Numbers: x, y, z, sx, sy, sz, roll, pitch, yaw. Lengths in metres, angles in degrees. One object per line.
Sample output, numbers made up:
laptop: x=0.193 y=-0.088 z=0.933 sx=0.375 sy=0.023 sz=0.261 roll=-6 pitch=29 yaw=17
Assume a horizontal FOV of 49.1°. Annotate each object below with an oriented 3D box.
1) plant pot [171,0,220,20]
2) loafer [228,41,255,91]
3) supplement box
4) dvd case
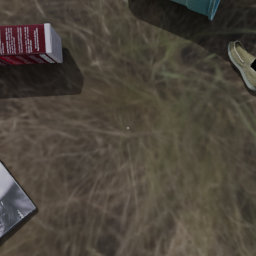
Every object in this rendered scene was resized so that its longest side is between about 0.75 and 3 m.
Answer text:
plant pot: x=1.298 y=-4.715 z=7.383 sx=2.887 sy=2.948 sz=2.948 roll=19 pitch=72 yaw=11
loafer: x=3.202 y=-1.736 z=7.415 sx=0.564 sy=0.522 sz=1.499 roll=-17 pitch=75 yaw=-34
supplement box: x=-3.010 y=-2.055 z=7.110 sx=2.419 sy=1.316 sz=0.736 roll=-4 pitch=93 yaw=-2
dvd case: x=-3.586 y=1.525 z=6.434 sx=1.821 sy=0.196 sz=2.449 roll=-40 pitch=76 yaw=-16
